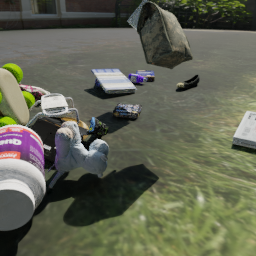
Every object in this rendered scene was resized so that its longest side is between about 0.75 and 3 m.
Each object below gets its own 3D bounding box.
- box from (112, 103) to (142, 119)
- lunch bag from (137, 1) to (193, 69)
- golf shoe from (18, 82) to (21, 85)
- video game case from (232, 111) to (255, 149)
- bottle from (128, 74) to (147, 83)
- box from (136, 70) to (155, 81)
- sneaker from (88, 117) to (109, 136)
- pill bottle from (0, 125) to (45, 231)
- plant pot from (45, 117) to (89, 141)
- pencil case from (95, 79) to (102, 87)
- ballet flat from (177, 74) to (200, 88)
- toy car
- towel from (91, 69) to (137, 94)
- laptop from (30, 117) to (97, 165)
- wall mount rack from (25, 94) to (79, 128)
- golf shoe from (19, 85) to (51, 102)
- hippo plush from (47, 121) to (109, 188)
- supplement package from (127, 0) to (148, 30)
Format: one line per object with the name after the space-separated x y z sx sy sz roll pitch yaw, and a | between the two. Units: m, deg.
-0.025 -0.752 12.127 1.104 0.274 1.096 4 26 9 | box
1.102 -2.936 8.856 1.087 1.848 1.516 -19 -8 36 | lunch bag
-6.652 -2.205 15.011 1.862 0.729 0.905 0 41 13 | golf shoe
5.386 0.187 10.053 2.620 0.337 2.882 13 27 27 | video game case
0.551 -2.894 16.494 1.128 0.471 0.368 15 26 31 | bottle
1.073 -3.371 17.739 1.172 0.313 1.934 1 24 3 | box
-0.990 -0.022 9.764 0.619 0.530 1.494 15 -4 6 | sneaker
-2.775 1.078 6.686 1.518 1.518 2.699 -7 26 -15 | pill bottle
-2.556 0.069 10.325 2.259 0.310 2.259 1 24 0 | plant pot
-1.538 -2.850 16.211 0.585 0.652 1.500 -27 20 14 | pencil case
3.357 -2.602 15.766 0.647 0.553 1.948 22 33 39 | ballet flat
-5.365 -0.788 10.210 2.967 2.341 2.437 -10 31 8 | toy car
-0.813 -2.581 15.261 1.821 0.295 2.479 -6 39 -26 | towel
-2.260 0.387 9.230 1.717 1.000 1.937 20 61 14 | laptop
-3.111 -0.472 10.500 2.341 1.005 2.694 -10 24 -14 | wall mount rack
-4.733 -1.689 13.721 1.936 0.703 0.892 17 25 15 | golf shoe
-1.205 0.646 7.564 1.402 1.389 1.744 10 40 2 | hippo plush
0.847 -5.028 13.006 0.958 1.262 0.951 26 20 -49 | supplement package
